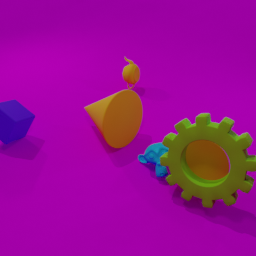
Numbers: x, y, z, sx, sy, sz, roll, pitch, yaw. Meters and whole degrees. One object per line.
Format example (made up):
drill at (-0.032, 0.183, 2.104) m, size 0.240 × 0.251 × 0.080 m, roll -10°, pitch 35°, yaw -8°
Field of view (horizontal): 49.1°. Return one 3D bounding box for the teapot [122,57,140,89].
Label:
teapot at (0.074, -2.018, 10.269) m, size 0.591 × 1.208 × 0.751 m, roll 6°, pitch 23°, yaw 24°

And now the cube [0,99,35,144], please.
cube at (-3.291, -0.190, 7.837) m, size 0.824 × 0.824 × 0.824 m, roll 38°, pitch 23°, yaw 7°

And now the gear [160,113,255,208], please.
gear at (1.659, 0.696, 5.922) m, size 1.958 × 1.958 × 0.362 m, roll 20°, pitch 23°, yaw 24°

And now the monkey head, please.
monkey head at (0.812, 0.801, 7.133) m, size 1.177 × 0.847 × 0.709 m, roll -12°, pitch -6°, yaw 10°

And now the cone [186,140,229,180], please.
cone at (1.778, 0.785, 7.154) m, size 1.344 × 1.344 × 1.349 m, roll 7°, pitch 12°, yaw 9°

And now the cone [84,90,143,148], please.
cone at (-0.718, -0.426, 8.127) m, size 1.647 × 1.641 × 1.641 m, roll 18°, pitch 40°, yaw 37°
